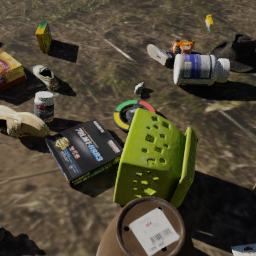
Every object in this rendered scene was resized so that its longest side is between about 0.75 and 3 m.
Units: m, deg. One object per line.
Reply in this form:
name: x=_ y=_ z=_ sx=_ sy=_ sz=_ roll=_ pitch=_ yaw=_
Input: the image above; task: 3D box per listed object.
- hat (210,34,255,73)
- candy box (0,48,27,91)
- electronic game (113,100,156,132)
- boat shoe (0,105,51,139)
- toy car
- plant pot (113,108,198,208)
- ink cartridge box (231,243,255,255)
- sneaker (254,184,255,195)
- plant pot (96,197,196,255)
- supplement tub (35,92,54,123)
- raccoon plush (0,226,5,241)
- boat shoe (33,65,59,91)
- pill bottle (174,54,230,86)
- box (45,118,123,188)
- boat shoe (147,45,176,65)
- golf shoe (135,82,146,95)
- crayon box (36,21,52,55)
hat: x=5.418 y=-3.856 z=13.483 sx=2.719 sy=1.097 sz=2.719 roll=1 pitch=47 yaw=-1
candy box: x=-6.179 y=-2.781 z=12.623 sx=1.736 sy=0.840 sz=2.976 roll=-35 pitch=57 yaw=-29
electronic game: x=0.246 y=-0.485 z=10.719 sx=1.676 sy=0.349 sz=1.676 roll=-2 pitch=49 yaw=3
boat shoe: x=-3.950 y=-0.051 z=10.029 sx=2.577 sy=0.950 sz=0.891 roll=15 pitch=50 yaw=26
toy car: x=2.995 y=-4.254 z=13.256 sx=1.144 sy=2.332 sz=0.776 roll=6 pitch=57 yaw=-19
plant pot: x=0.834 y=1.028 z=8.169 sx=1.970 sy=2.171 sz=2.160 roll=14 pitch=47 yaw=5
ink cartridge box: x=3.168 y=3.412 z=7.174 sx=0.895 sy=0.195 sz=0.777 roll=-5 pitch=46 yaw=-5
sneaker: x=5.181 y=1.652 z=8.162 sx=2.619 sy=1.176 sz=0.878 roll=6 pitch=47 yaw=6
plant pot: x=0.423 y=2.749 z=6.037 sx=2.574 sy=2.754 sz=2.574 roll=0 pitch=46 yaw=0
supplement tub: x=-3.117 y=-0.777 z=10.451 sx=0.709 sy=1.011 sz=0.709 roll=8 pitch=26 yaw=-4
raccoon plush: x=-3.665 y=2.825 z=7.247 sx=0.640 sy=0.887 sz=1.324 roll=-9 pitch=47 yaw=-8
boat shoe: x=-3.645 y=-2.388 z=12.382 sx=0.696 sy=0.637 sz=1.863 roll=-32 pitch=54 yaw=-27
pill bottle: x=3.129 y=-2.480 z=12.011 sx=2.168 sy=1.298 sz=1.298 roll=2 pitch=46 yaw=1
box: x=-1.464 y=0.737 z=9.523 sx=2.030 sy=0.508 sz=2.045 roll=-25 pitch=52 yaw=-21
boat shoe: x=1.652 y=-3.598 z=13.663 sx=0.730 sy=0.588 sz=1.574 roll=-20 pitch=54 yaw=-30
golf shoe: x=0.444 y=-1.652 z=11.969 sx=0.387 sy=0.312 sz=0.797 roll=-7 pitch=30 yaw=41
crayon box: x=-4.269 y=-4.582 z=14.200 sx=0.412 sy=1.030 sz=1.623 roll=-2 pitch=46 yaw=-1
